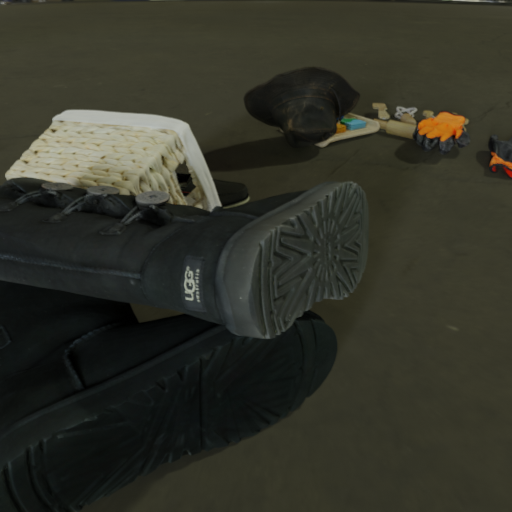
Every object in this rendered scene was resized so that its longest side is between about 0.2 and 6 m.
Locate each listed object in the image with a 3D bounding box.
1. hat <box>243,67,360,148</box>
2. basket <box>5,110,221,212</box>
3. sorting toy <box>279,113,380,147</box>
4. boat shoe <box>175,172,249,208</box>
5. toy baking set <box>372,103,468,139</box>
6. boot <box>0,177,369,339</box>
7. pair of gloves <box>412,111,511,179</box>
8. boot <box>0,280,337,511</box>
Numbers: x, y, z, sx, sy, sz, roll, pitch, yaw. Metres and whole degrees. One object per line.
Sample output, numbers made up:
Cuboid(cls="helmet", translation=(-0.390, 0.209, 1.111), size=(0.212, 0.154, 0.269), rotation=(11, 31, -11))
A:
Cuboid(cls="hat", translation=(1.002, -2.940, 12.066), size=(2.612, 1.053, 2.612), rotation=(-3, -11, -1))
Cuboid(cls="basket", translation=(-2.028, -0.934, 7.988), size=(2.457, 1.665, 1.515), rotation=(13, 54, 30))
Cuboid(cls="sorting toy", translation=(1.777, -3.201, 13.620), size=(1.868, 0.341, 1.729), rotation=(-23, 37, -29))
Cuboid(cls="boat shoe", translation=(-1.082, -1.194, 9.947), size=(1.925, 0.603, 0.704), rotation=(3, 31, 2))
Cuboid(cls="toy baking set", translation=(3.952, -3.358, 14.067), size=(2.819, 0.328, 2.164), rotation=(19, 32, 30))
Cuboid(cls="boot", translation=(-0.880, -0.218, 5.736), size=(3.483, 1.143, 2.870), rotation=(5, 10, 29))
Cuboid(cls="pair of gloves", translation=(4.843, -2.527, 12.219), size=(2.661, 0.329, 2.370), rotation=(25, 39, 23))
Cuboid(cls="boot", translation=(-1.339, 0.809, 5.785), size=(3.496, 1.294, 2.865), rotation=(-19, 35, -23))
